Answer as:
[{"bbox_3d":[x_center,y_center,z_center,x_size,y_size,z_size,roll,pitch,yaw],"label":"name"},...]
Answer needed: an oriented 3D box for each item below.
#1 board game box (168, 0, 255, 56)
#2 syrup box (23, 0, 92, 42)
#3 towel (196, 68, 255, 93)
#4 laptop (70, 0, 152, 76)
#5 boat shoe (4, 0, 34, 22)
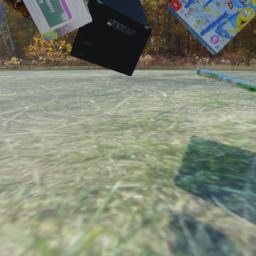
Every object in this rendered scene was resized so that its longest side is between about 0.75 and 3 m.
[{"bbox_3d":[2.582,-3.567,8.115,2.041,1.998,0.570,45,11,1],"label":"board game box"},{"bbox_3d":[-1.939,-3.339,6.683,1.216,1.175,2.985,-26,45,-3],"label":"syrup box"},{"bbox_3d":[2.271,-0.988,6.104,1.014,0.209,1.359,0,24,-37],"label":"towel"},{"bbox_3d":[-0.625,-3.343,8.815,2.441,2.606,1.511,10,21,-42],"label":"laptop"},{"bbox_3d":[-3.366,-3.861,8.543,1.516,0.546,0.512,38,13,-13],"label":"boat shoe"}]
